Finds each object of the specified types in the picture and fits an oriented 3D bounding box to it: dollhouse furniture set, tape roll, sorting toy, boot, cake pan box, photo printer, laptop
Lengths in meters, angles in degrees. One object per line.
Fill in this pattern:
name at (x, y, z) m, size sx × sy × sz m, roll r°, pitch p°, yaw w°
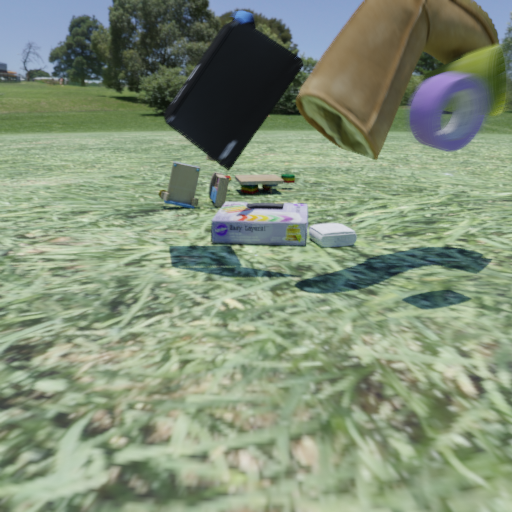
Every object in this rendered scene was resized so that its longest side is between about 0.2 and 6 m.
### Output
dollhouse furniture set at (-1.614, -2.114, 14.626) m, size 1.693 × 1.599 × 1.105 m, roll 8°, pitch 13°, yaw -16°
tape roll at (2.530, -1.889, 7.399) m, size 0.955 × 0.955 × 0.406 m, roll -8°, pitch 27°, yaw -26°
sorting toy at (-0.018, -2.137, 16.822) m, size 2.635 × 0.446 × 1.270 m, roll -2°, pitch 16°, yaw -10°
boot at (2.298, -2.857, 8.808) m, size 2.805 × 3.203 × 1.059 m, roll 33°, pitch -18°, yaw -20°
cake pan box at (0.141, -0.703, 11.642) m, size 1.883 × 0.535 × 2.045 m, roll 4°, pitch 16°, yaw 6°
photo printer at (1.465, -0.420, 11.001) m, size 0.741 × 0.309 × 0.890 m, roll -5°, pitch 16°, yaw -13°
laptop at (-0.494, -2.711, 9.245) m, size 1.163 × 1.996 × 2.252 m, roll 34°, pitch 8°, yaw -19°

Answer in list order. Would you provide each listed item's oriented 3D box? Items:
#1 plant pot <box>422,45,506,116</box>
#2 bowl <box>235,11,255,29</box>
plant pot at (3.374, -2.801, 9.192) m, size 1.146 × 1.072 × 1.072 m, roll 4°, pitch 15°, yaw 35°
bowl at (-0.205, -4.167, 10.876) m, size 0.215 × 1.095 × 1.095 m, roll 4°, pitch 16°, yaw 13°
